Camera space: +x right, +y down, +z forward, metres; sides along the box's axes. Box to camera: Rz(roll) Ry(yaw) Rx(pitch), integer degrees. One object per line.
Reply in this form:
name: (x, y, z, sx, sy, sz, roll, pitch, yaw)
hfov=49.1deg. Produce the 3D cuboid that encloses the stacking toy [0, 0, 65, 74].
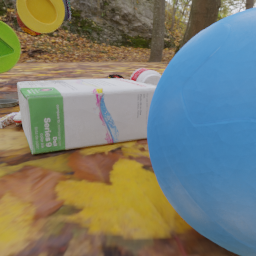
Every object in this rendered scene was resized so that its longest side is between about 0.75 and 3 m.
stacking toy: (-3.238, -2.730, 6.436, 2.801, 2.535, 1.183, 38, -9, -29)

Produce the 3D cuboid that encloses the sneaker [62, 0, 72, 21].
sneaker: (-2.460, -4.649, 10.350, 0.591, 1.351, 0.503, -14, 22, -24)

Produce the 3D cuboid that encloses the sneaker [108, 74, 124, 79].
sneaker: (-0.181, -1.512, 11.467, 0.768, 0.810, 1.973, -10, 35, -27)

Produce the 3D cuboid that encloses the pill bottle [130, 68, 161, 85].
pill bottle: (0.826, -1.868, 11.809, 1.191, 1.191, 2.122, -3, 16, -9)

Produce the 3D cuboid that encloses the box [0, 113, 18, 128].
box: (-3.317, -0.221, 7.745, 0.219, 0.204, 1.055, 1, 16, 5)

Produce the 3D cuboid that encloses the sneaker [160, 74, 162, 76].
sneaker: (0.930, -2.569, 14.991, 2.221, 0.857, 0.810, -12, 20, -31)

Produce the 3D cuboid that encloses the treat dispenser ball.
treat dispenser ball: (1.388, 0.048, 2.817, 2.402, 2.402, 2.402, 0, 16, 0)

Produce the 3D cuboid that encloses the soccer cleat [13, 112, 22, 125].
soccer cleat: (-2.633, -0.600, 7.953, 0.664, 0.825, 1.936, 3, 15, 12)

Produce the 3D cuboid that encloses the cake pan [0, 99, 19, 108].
cake pan: (-4.506, -0.907, 10.259, 0.946, 0.174, 0.946, 0, 15, 0)

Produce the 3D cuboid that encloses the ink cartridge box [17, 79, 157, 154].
ink cartridge box: (-0.956, -0.447, 6.605, 2.880, 1.260, 2.093, -9, 18, -24)
